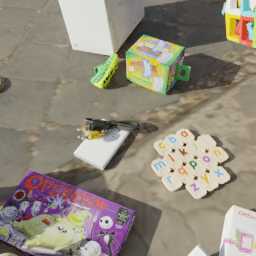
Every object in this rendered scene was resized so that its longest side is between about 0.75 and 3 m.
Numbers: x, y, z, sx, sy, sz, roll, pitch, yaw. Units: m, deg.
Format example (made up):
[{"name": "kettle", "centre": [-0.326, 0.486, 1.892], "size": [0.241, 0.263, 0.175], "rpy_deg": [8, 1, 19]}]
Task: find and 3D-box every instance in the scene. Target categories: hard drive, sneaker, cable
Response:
[{"name": "hard drive", "centre": [-0.640, 0.379, 7.088], "size": [0.847, 0.169, 1.285], "rpy_deg": [24, 55, 18]}, {"name": "sneaker", "centre": [-0.710, -1.844, 8.648], "size": [0.610, 0.540, 1.459], "rpy_deg": [18, 54, 9]}, {"name": "cable", "centre": [-0.521, 0.000, 7.228], "size": [1.595, 0.401, 0.775], "rpy_deg": [-3, 29, -23]}]

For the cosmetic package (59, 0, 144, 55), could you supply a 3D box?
[{"name": "cosmetic package", "centre": [-0.784, -4.384, 9.147], "size": [1.718, 2.785, 2.794], "rpy_deg": [15, 53, 21]}]

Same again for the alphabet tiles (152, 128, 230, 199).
[{"name": "alphabet tiles", "centre": [1.504, 0.804, 6.773], "size": [1.782, 0.130, 1.743], "rpy_deg": [-25, 56, -19]}]

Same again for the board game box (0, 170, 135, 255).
[{"name": "board game box", "centre": [-1.324, 1.958, 5.712], "size": [2.596, 0.419, 1.558], "rpy_deg": [17, 49, 14]}]

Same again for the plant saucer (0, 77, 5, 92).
[{"name": "plant saucer", "centre": [-4.224, -1.288, 8.462], "size": [0.962, 0.142, 0.962], "rpy_deg": [1, 51, -1]}]

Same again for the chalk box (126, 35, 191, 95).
[{"name": "chalk box", "centre": [0.959, -1.804, 8.257], "size": [1.766, 1.098, 1.093], "rpy_deg": [25, 55, 21]}]

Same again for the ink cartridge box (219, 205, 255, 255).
[{"name": "ink cartridge box", "centre": [2.306, 2.314, 5.250], "size": [1.018, 0.596, 1.408], "rpy_deg": [16, 52, 13]}]

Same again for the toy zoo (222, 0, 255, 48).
[{"name": "toy zoo", "centre": [2.664, -2.566, 6.337], "size": [0.199, 1.277, 1.946], "rpy_deg": [-11, 27, -5]}]

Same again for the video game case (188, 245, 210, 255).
[{"name": "video game case", "centre": [1.342, 2.633, 4.926], "size": [0.102, 0.782, 0.860], "rpy_deg": [-6, 43, -47]}]

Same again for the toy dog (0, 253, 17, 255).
[{"name": "toy dog", "centre": [-2.927, 2.579, 4.607], "size": [2.190, 1.055, 1.445], "rpy_deg": [-18, 17, -20]}]
